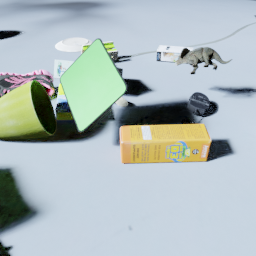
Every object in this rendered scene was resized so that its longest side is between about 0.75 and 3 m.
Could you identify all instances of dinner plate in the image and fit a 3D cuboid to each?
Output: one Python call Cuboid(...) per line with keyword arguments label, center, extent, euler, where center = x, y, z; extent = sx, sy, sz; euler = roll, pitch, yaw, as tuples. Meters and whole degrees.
Cuboid(label="dinner plate", center=(-3.272, -5.225, 17.354), extent=(2.471, 0.300, 2.471), euler=(0, 36, 0))

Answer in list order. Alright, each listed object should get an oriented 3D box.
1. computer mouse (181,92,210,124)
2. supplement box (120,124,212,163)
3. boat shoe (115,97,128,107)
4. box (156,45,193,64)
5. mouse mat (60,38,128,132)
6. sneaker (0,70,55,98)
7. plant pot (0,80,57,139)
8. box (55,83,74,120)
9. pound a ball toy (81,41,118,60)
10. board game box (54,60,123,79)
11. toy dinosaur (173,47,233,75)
Cuboid(label="computer mouse", center=(2.422, -0.447, 10.210), extent=(0.804, 0.467, 2.742), euler=(22, 43, 9))
Cuboid(label="supplement box", center=(1.073, 0.464, 8.359), extent=(2.606, 0.867, 0.897), euler=(-3, 34, -3))
Cuboid(label="boat shoe", center=(-0.439, -1.129, 11.088), extent=(1.011, 0.363, 0.301), euler=(21, 14, 8))
Cuboid(label="box", center=(2.553, -4.024, 15.279), extent=(1.903, 0.572, 1.110), euler=(7, 35, 10))
Cuboid(label="mouse mat", center=(-1.159, -1.353, 8.527), extent=(0.095, 2.038, 2.533), euler=(23, 33, -51))
Cuboid(label="sneaker", center=(-4.326, -1.526, 11.281), extent=(2.912, 1.150, 1.389), euler=(-16, 48, -21))
Cuboid(label="plant pot", center=(-3.612, -0.373, 9.047), extent=(1.972, 1.845, 1.845), euler=(-17, 34, 4))
Cuboid(label="box", center=(-1.957, -0.999, 10.726), extent=(1.466, 0.573, 2.404), euler=(-1, 33, -9))
Cuboid(label="pound a ball toy", center=(-1.549, -3.693, 14.746), extent=(2.080, 0.884, 1.356), euler=(-14, 62, -20))
Cuboid(label="board game box", center=(-1.618, -2.345, 11.983), extent=(2.489, 0.800, 1.836), euler=(6, 9, 10))
Cuboid(label="toy dinosaur", center=(2.748, -2.641, 10.413), extent=(2.128, 0.819, 1.088), euler=(-9, 67, 16))
